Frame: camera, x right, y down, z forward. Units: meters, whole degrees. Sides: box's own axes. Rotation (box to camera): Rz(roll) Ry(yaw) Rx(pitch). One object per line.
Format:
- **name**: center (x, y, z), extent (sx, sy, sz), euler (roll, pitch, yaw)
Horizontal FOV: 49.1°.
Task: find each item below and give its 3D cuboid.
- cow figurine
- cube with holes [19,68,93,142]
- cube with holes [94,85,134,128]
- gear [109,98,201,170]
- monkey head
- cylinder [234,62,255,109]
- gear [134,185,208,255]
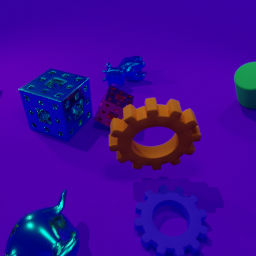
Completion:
- **cow figurine**: center (-0.169, -2.100, 10.169), extent (1.589, 0.886, 1.615), euler (-5, 32, -5)
- **cube with holes**: center (-1.971, -0.688, 7.987), extent (1.348, 1.348, 1.348), euler (17, 42, 20)
- **cube with holes**: center (-0.382, -0.561, 7.878), extent (0.780, 0.780, 0.780), euler (25, 39, -12)
- **gear**: center (0.539, 0.195, 5.796), extent (1.837, 1.837, 0.340), euler (-2, 46, -2)
- **monkey head**: center (-1.405, 1.884, 4.720), extent (1.136, 1.356, 1.885), euler (45, 52, 1)
- **cylinder**: center (3.869, -1.297, 8.612), extent (1.042, 1.042, 1.042), euler (-13, 56, 20)
- **gear**: center (0.840, 1.831, 5.567), extent (1.416, 0.262, 1.416), euler (1, 49, -1)
